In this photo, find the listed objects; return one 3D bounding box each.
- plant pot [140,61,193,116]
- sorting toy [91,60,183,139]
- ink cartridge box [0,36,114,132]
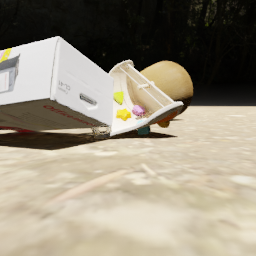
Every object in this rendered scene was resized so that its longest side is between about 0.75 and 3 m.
[{"bbox_3d":[0.899,-1.298,10.893,2.396,2.396,2.571,4,17,36],"label":"plant pot"},{"bbox_3d":[-0.149,-0.424,6.235,1.800,1.068,1.999,-22,47,-23],"label":"sorting toy"},{"bbox_3d":[-1.820,-0.629,5.428,2.598,1.112,1.918,-5,-14,25],"label":"ink cartridge box"}]
